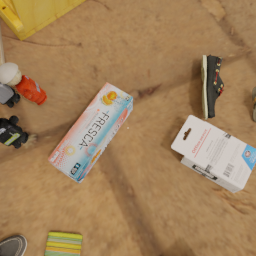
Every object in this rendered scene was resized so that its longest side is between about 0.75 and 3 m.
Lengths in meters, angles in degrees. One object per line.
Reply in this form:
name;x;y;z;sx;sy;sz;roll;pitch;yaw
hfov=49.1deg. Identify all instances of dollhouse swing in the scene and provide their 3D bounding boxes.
dollhouse swing;-2.826;-4.670;8.478;2.967;2.608;2.696;-39;74;-13

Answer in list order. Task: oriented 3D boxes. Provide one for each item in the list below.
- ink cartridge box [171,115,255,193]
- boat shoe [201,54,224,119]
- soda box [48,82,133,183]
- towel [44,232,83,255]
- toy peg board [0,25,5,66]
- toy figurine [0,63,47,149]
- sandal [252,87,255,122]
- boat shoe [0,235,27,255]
ink cartridge box;2.232;0.667;7.450;2.021;0.686;1.173;31;72;11
boat shoe;2.461;-1.226;8.125;0.663;0.774;2.115;4;65;10
soda box;-0.920;0.110;7.579;0.912;0.848;2.667;32;73;11
towel;-1.649;3.580;6.637;0.891;0.187;2.071;4;70;7
toy peg board;-5.383;-2.424;8.253;2.869;1.403;2.857;-13;70;-5
toy figurine;-3.313;-0.562;7.098;1.968;1.390;1.999;3;64;36
sandal;3.722;-0.678;7.984;0.422;0.283;1.050;3;90;39
boat shoe;-3.364;3.310;6.481;2.148;0.612;0.718;-36;73;-13
